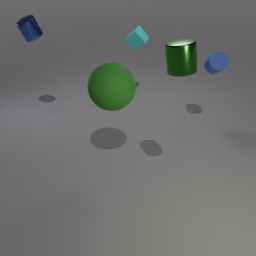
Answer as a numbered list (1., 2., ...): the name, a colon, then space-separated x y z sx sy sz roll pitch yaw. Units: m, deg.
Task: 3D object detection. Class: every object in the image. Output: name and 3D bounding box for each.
1. cylinder: -3.601 -3.640 10.257 0.700 0.700 0.700 -14 43 13
2. cube: 0.413 -4.071 12.745 0.700 0.700 0.700 -30 22 38
3. cylinder: 3.269 -2.407 10.397 0.700 0.700 0.700 -1 0 -1
4. ball: -0.475 -1.196 8.192 1.400 1.400 1.400 0 31 0
5. cylinder: 1.226 -1.617 6.434 0.700 0.700 0.700 -7 27 4
